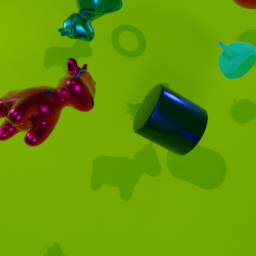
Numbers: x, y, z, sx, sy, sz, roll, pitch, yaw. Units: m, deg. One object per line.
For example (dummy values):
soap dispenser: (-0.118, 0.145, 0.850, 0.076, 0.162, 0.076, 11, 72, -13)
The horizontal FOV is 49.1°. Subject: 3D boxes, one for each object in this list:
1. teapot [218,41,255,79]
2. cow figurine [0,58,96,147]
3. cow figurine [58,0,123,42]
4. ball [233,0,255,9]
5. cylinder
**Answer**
teapot: (2.360, -1.553, 6.219, 0.855, 1.375, 0.673, -50, 58, 17)
cow figurine: (-1.444, -0.476, 4.920, 1.716, 0.942, 1.689, 4, 44, 32)
cow figurine: (-0.789, -2.331, 5.235, 1.313, 1.334, 0.732, -22, 39, -10)
ball: (3.042, -3.512, 6.627, 1.301, 1.301, 1.301, 0, 75, 0)
cylinder: (0.827, -0.156, 5.607, 1.094, 1.094, 1.094, 28, 76, -14)
